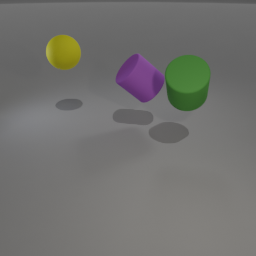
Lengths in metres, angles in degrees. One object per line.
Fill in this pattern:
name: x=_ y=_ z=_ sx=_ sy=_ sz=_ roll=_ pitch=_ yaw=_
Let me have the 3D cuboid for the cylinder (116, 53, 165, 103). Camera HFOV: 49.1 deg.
cylinder: x=0.469 y=-1.938 z=10.986 sx=1.400 sy=1.400 sz=1.400 roll=35 pitch=15 yaw=-26

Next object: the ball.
ball: x=-2.654 y=-3.112 z=11.564 sx=1.400 sy=1.400 sz=1.400 roll=0 pitch=28 yaw=0

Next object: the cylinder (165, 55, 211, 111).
cylinder: x=1.976 y=-1.464 z=9.341 sx=1.400 sy=1.400 sz=1.400 roll=-4 pitch=68 yaw=10
